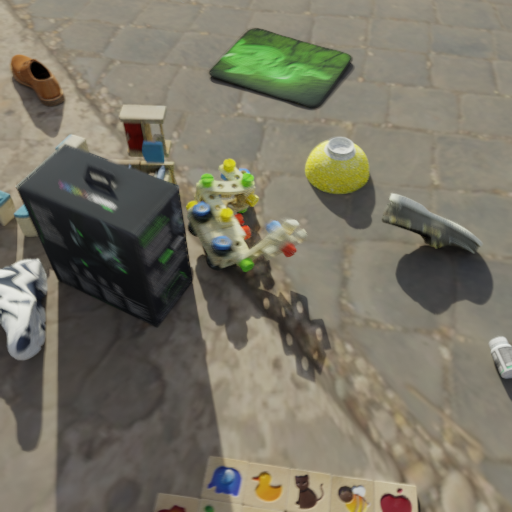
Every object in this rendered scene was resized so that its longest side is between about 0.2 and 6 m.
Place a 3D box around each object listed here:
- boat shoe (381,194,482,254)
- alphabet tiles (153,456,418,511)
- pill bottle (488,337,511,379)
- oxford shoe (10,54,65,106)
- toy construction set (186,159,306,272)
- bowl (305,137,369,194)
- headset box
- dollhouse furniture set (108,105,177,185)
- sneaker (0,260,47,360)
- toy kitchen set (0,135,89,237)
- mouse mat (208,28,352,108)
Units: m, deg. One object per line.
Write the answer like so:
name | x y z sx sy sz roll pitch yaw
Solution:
boat shoe | 3.256 -0.484 10.432 1.925 0.688 0.575 27 92 -3
alphabet tiles | 0.265 4.138 7.000 3.540 0.134 2.959 6 51 6
pill bottle | 3.970 1.624 8.949 0.335 0.335 0.592 -6 52 -5
oxford shoe | -5.466 -4.568 13.831 0.797 0.797 2.236 -36 57 -24
toy construction set | -0.297 -0.655 10.380 1.718 1.207 2.620 -19 47 -26
bowl | 1.729 -2.025 11.731 1.376 0.740 1.376 0 51 0
headset box | -2.372 -0.353 9.144 2.231 2.563 1.189 21 54 18
dollhouse furniture set | -2.369 -1.583 10.532 1.401 2.000 1.410 2 50 2
sneaker | -4.241 0.933 9.228 1.314 0.806 2.020 -10 51 -6
toy kitchen set | -4.434 -1.543 11.065 1.547 1.137 1.931 20 53 16
mouse mat | 0.652 -4.934 14.492 3.125 0.118 2.514 21 56 17
